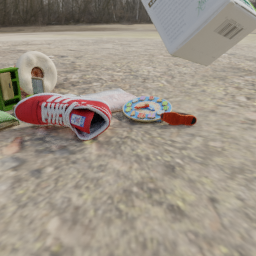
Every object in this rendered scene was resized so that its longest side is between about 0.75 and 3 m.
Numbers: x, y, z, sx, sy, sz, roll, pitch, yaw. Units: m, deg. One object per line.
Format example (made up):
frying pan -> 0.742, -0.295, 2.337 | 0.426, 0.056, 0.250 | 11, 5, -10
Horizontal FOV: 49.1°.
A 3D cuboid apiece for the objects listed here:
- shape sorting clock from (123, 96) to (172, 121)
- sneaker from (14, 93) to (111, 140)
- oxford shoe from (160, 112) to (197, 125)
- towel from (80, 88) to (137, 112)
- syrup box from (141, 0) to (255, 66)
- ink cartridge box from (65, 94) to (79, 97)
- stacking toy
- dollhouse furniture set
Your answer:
shape sorting clock -> 0.643, -0.688, 9.344 | 1.654, 0.324, 1.654 | -3, 37, 2
sneaker -> -1.854, -0.347, 7.961 | 2.850, 1.015, 1.603 | -2, 20, -9
oxford shoe -> 1.549, -0.312, 8.734 | 1.123, 0.400, 0.407 | 10, 18, -2
towel -> -0.653, -1.036, 10.482 | 1.950, 0.314, 1.863 | -13, 27, -26
syrup box -> 0.594, -1.769, 3.265 | 0.776, 0.802, 1.971 | 1, 60, -45
ink cartridge box -> -1.983, -0.800, 9.704 | 1.137, 0.472, 0.833 | 21, 31, 40
stacking toy -> -4.364, -2.188, 11.960 | 2.464, 1.801, 1.801 | 2, 18, 45
dollhouse furniture set -> -4.134, -0.927, 8.808 | 1.830, 1.402, 2.794 | 14, 27, 29
